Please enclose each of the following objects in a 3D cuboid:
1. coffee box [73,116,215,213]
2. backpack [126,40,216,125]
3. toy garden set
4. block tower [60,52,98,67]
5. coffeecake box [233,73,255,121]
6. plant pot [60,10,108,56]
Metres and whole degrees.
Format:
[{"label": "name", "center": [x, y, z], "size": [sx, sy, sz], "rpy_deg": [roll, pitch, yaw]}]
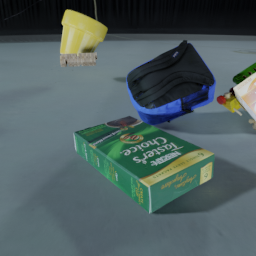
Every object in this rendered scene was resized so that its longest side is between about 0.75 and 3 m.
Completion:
[{"label": "coffee box", "center": [0.203, 0.509, 5.663], "size": [1.623, 0.581, 2.640], "rpy_deg": [-18, 28, -30]}, {"label": "backpack", "center": [1.110, -0.973, 7.705], "size": [2.081, 1.747, 1.691], "rpy_deg": [-23, 57, -2]}, {"label": "toy garden set", "center": [3.681, -0.605, 7.655], "size": [1.837, 0.440, 2.204], "rpy_deg": [-32, 66, -19]}, {"label": "block tower", "center": [-1.653, -2.301, 9.460], "size": [1.242, 0.359, 0.336], "rpy_deg": [-5, -13, -5]}, {"label": "coffeecake box", "center": [3.531, -0.578, 6.372], "size": [0.642, 1.349, 1.757], "rpy_deg": [32, 25, -58]}, {"label": "plant pot", "center": [-2.163, -4.007, 12.666], "size": [1.979, 1.862, 1.979], "rpy_deg": [22, 10, -4]}]
